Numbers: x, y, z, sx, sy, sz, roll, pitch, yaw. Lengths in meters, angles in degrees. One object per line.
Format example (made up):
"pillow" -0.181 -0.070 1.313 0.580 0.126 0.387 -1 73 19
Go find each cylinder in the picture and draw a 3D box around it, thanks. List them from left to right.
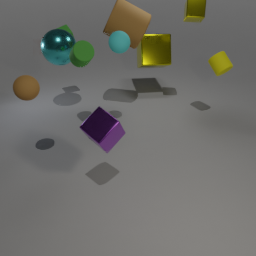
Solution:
"cylinder" -1.529 -2.428 9.229 0.700 0.700 0.700 -14 1 -22
"cylinder" -0.044 -3.956 10.647 1.400 1.400 1.400 24 28 -12
"cylinder" 3.585 -2.490 10.860 0.700 0.700 0.700 -21 78 -32

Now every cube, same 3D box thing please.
"cube" -2.741 -3.877 12.059 0.700 0.700 0.700 -28 56 -10
"cube" -0.596 0.052 6.740 0.700 0.700 0.700 37 79 24
"cube" 1.212 -3.646 13.400 1.400 1.400 1.400 -3 8 -7
"cube" 2.538 -4.480 10.680 0.700 0.700 0.700 4 7 2

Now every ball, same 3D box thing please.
"ball" -2.791 -1.102 7.699 0.700 0.700 0.700 0 30 0
"ball" -2.712 -3.178 11.055 1.400 1.400 1.400 0 30 0
"ball" -0.279 -2.760 9.014 0.700 0.700 0.700 0 30 0
